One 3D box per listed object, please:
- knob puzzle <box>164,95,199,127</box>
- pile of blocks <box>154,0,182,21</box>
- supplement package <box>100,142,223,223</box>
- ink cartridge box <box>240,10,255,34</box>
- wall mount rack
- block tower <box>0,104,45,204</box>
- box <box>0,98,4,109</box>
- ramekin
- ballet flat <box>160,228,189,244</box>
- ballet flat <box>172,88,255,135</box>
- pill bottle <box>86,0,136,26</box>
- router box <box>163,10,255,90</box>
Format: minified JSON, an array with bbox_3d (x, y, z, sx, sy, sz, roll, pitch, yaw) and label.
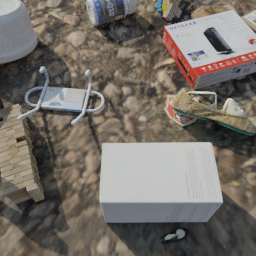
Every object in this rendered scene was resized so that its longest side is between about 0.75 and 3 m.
[{"bbox_3d":[1.752,-0.579,8.899,1.304,0.181,1.304,0,58,0],"label":"knob puzzle"},{"bbox_3d":[1.706,-5.297,11.713,0.784,1.035,2.522,22,59,-37],"label":"pile of blocks"},{"bbox_3d":[0.692,1.359,6.848,2.625,1.535,1.540,0,57,-1],"label":"supplement package"},{"bbox_3d":[5.203,-3.960,10.820,1.589,0.597,1.309,-31,61,-19],"label":"ink cartridge box"},{"bbox_3d":[-2.106,-0.852,8.581,2.628,0.980,2.283,5,56,4],"label":"wall mount rack"},{"bbox_3d":[-3.082,0.644,7.754,0.845,0.789,2.922,-19,59,-11],"label":"block tower"},{"bbox_3d":[-5.062,-0.874,8.236,2.206,1.348,1.170,19,56,5],"label":"box"},{"bbox_3d":[-4.686,-3.529,9.691,2.769,1.453,2.769,1,45,-1],"label":"ramekin"},{"bbox_3d":[1.154,2.624,6.794,0.768,0.263,0.261,-18,58,-12],"label":"ballet flat"},{"bbox_3d":[2.640,-0.547,8.269,2.643,0.863,0.932,17,18,2],"label":"ballet flat"},{"bbox_3d":[-0.646,-4.804,11.114,1.793,1.020,1.020,-22,60,-13],"label":"pill bottle"},{"bbox_3d":[3.100,-2.884,10.048,2.937,0.717,2.636,-18,59,-11],"label":"router box"}]
